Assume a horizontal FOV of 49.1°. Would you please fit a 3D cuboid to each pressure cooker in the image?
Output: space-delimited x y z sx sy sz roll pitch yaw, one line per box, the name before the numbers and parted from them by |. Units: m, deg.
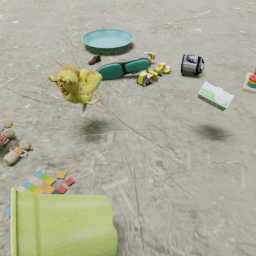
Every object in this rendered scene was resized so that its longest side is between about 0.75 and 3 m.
pressure cooker | 2.983 -2.904 12.879 1.039 0.914 0.928 12 18 12

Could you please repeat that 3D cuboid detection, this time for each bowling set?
bowling set | -4.174 0.009 8.773 2.324 1.617 1.247 18 40 15

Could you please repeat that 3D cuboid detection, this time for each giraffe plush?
giraffe plush | -1.654 -1.330 8.398 1.370 1.288 1.588 -20 57 21

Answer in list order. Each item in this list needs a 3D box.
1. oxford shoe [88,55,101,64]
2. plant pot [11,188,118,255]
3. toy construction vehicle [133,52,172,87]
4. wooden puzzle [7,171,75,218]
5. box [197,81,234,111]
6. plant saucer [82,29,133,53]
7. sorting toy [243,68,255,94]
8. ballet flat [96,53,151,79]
oxford shoe | -1.692 -3.423 13.972 0.304 0.354 0.838 28 48 28
plant pot | -1.335 2.225 5.825 1.970 2.142 2.142 -1 37 -21
toy construction vehicle | 0.904 -2.821 12.918 2.036 0.717 1.772 -27 46 -29
wooden puzzle | -2.442 1.765 7.664 1.130 0.134 1.905 22 44 25
box | 2.709 -0.980 8.720 0.964 0.466 0.850 31 4 11
plant saucer | -1.111 -4.795 15.554 2.833 0.509 2.833 0 39 0
sorting toy | 5.923 -2.022 12.050 1.594 0.555 1.584 17 42 19
ballet flat | -0.211 -2.810 12.626 2.518 0.848 0.802 -11 45 3
